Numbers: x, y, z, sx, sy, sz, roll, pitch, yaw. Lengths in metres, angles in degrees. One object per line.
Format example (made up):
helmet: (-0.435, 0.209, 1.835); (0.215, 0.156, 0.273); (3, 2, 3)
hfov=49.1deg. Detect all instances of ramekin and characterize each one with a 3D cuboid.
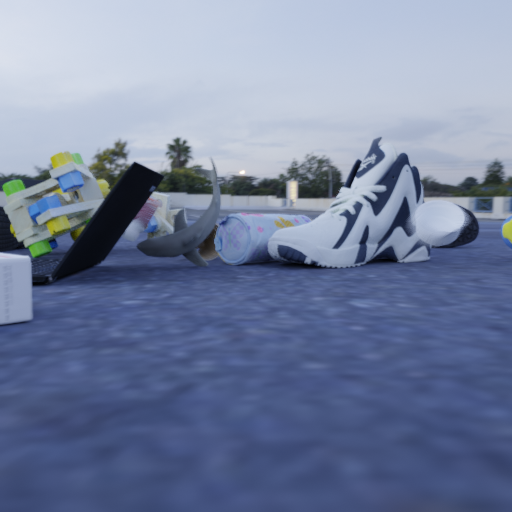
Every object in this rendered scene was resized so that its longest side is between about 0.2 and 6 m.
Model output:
ramekin: (2.488, -0.437, 7.651); (0.632, 0.632, 0.308); (-5, -41, 5)

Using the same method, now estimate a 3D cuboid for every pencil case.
pencil case: (0.194, -0.267, 8.946); (1.828, 0.760, 0.829); (-5, -24, -47)

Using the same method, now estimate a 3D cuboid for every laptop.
laptop: (-2.606, -0.422, 7.025); (2.623, 1.354, 2.324); (0, 4, -1)

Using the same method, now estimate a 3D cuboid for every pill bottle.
pill bottle: (-2.018, -0.664, 9.464); (0.443, 0.775, 0.443); (22, -23, 10)

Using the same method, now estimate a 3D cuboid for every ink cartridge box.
ink cartridge box: (-2.273, 0.249, 3.894); (1.148, 0.482, 0.835); (-4, 6, -43)

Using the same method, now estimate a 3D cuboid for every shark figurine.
shark figurine: (-0.822, -0.471, 7.848); (0.987, 1.652, 0.689); (37, 2, -6)

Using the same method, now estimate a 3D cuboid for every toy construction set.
toy construction set: (-3.088, -0.890, 10.602); (2.459, 1.728, 3.750); (-24, -14, 23)

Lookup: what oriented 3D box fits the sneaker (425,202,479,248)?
sneaker: (3.621, -0.736, 13.052); (2.905, 1.042, 1.203); (1, 5, 17)

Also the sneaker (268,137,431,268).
sneaker: (1.500, -0.855, 8.603); (3.015, 1.962, 1.204); (-2, 4, -25)

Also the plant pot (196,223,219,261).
plant pot: (-0.969, -0.247, 9.459); (0.686, 0.686, 0.628); (-2, -1, -29)

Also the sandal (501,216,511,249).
sandal: (4.955, -0.271, 9.111); (2.164, 0.860, 0.942); (8, 0, -8)

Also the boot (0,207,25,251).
boot: (-5.890, -0.481, 11.843); (1.793, 0.950, 2.723); (-2, -7, 10)
